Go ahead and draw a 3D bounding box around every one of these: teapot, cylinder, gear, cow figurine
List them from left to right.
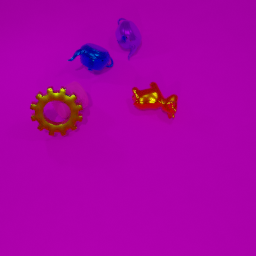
[{"bbox_3d":[-2.016,-0.465,7.976,1.448,1.448,0.268,-9,27,-6],"label":"gear"},{"bbox_3d":[-1.784,-0.859,8.513,0.857,0.857,0.857,-33,62,-26],"label":"cylinder"},{"bbox_3d":[-1.206,-2.340,9.436,1.714,0.839,1.066,3,32,-36],"label":"teapot"},{"bbox_3d":[-0.025,-3.294,10.206,0.828,1.051,1.691,-26,75,30],"label":"teapot"},{"bbox_3d":[0.841,-0.799,8.631,1.359,0.746,1.337,-15,52,-10],"label":"cow figurine"}]
